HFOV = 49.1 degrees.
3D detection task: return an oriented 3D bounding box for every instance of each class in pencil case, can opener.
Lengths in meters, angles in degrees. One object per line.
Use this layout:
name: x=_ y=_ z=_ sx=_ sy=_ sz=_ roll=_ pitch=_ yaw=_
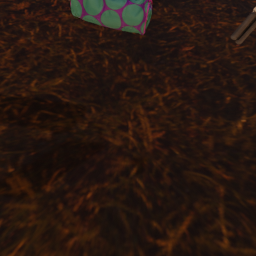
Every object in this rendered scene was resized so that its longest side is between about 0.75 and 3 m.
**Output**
pencil case: x=-0.459 y=-3.314 z=7.673 sx=2.258 sy=1.044 sz=0.961 roll=17 pitch=32 yaw=6
can opener: x=2.917 y=-2.484 z=6.386 sx=0.333 sy=1.249 sz=0.417 roll=37 pitch=13 yaw=-14
